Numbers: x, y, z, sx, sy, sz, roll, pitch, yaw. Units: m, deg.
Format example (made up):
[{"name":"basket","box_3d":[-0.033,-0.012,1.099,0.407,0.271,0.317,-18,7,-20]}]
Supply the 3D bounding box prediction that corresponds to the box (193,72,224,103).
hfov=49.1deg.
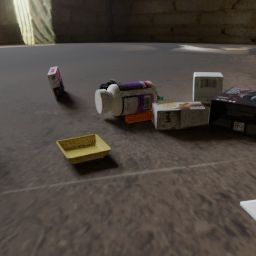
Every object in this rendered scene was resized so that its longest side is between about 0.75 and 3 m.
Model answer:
[{"name":"box","box_3d":[3.847,-1.960,13.597,1.338,1.345,1.152,3,23,11]}]

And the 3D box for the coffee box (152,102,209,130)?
[{"name":"coffee box","box_3d":[1.934,-0.485,10.603,1.926,0.768,1.102,-2,21,-4]}]

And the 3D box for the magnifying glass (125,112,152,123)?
[{"name":"magnifying glass","box_3d":[1.309,-0.549,11.493,2.993,0.335,1.191,-8,23,-24]}]

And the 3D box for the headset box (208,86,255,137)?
[{"name":"headset box","box_3d":[4.716,-0.749,10.780,2.229,1.125,2.999,15,26,33]}]

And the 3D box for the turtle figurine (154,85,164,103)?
[{"name":"turtle figurine","box_3d":[0.995,-1.509,13.010,1.274,0.946,1.314,3,17,14]}]

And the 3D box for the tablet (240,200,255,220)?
[{"name":"tablet","box_3d":[3.223,1.732,5.873,1.417,0.097,0.922,-6,22,-13]}]

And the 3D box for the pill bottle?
[{"name":"pill bottle","box_3d":[-0.109,-1.217,11.726,2.367,1.319,1.319,-9,23,-21]}]

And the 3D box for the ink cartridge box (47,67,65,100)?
[{"name":"ink cartridge box","box_3d":[-3.803,-2.489,14.943,0.509,1.300,2.746,-16,23,-7]}]

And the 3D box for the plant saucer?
[{"name":"plant saucer","box_3d":[-1.330,0.644,8.354,1.313,0.318,1.313,-11,24,-25]}]

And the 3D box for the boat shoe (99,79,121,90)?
[{"name":"boat shoe","box_3d":[-0.858,-2.320,15.388,0.767,0.710,2.078,17,27,36]}]
